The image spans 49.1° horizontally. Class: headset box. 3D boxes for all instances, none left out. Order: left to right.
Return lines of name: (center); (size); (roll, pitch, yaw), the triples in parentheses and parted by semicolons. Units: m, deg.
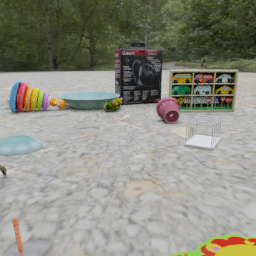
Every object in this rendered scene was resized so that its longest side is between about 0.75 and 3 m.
headset box: (0.480, -2.583, 13.224); (2.076, 2.790, 1.078); (-5, 14, -17)

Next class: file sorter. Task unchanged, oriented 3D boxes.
file sorter: (1.909, 0.093, 7.066); (0.695, 0.624, 1.002); (7, 16, 28)

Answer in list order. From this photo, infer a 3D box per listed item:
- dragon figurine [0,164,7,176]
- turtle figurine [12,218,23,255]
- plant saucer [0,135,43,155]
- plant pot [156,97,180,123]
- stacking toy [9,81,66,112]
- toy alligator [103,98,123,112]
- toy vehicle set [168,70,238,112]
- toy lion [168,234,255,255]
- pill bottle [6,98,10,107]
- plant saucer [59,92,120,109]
dragon figurine: (-2.917, 0.791, 3.884); (1.325, 0.784, 2.665); (1, 13, 9)
turtle figurine: (-2.070, 1.119, 2.886); (1.706, 0.549, 1.375); (40, 35, 16)
plant saucer: (-2.689, 0.365, 6.798); (1.197, 0.230, 1.197); (0, 15, 0)
plant pot: (1.400, -0.542, 9.460); (0.805, 0.805, 0.721); (-1, 30, -6)
stacking toy: (-3.597, -1.146, 11.440); (2.139, 1.241, 1.174); (9, 9, -12)
toy alligator: (-0.489, -0.965, 11.671); (0.575, 0.417, 1.735); (-29, 2, 25)
toy vehicle set: (2.958, -1.481, 11.197); (2.659, 1.652, 0.352); (-1, 14, -1)
toy lion: (0.950, 1.371, 2.431); (1.551, 0.533, 1.487); (1, 7, 6)
pill bottle: (-4.790, -1.149, 12.233); (0.504, 0.504, 0.923); (11, 18, 38)
plant saucer: (-1.704, -1.227, 12.530); (2.693, 0.518, 2.693); (-1, 15, 0)
